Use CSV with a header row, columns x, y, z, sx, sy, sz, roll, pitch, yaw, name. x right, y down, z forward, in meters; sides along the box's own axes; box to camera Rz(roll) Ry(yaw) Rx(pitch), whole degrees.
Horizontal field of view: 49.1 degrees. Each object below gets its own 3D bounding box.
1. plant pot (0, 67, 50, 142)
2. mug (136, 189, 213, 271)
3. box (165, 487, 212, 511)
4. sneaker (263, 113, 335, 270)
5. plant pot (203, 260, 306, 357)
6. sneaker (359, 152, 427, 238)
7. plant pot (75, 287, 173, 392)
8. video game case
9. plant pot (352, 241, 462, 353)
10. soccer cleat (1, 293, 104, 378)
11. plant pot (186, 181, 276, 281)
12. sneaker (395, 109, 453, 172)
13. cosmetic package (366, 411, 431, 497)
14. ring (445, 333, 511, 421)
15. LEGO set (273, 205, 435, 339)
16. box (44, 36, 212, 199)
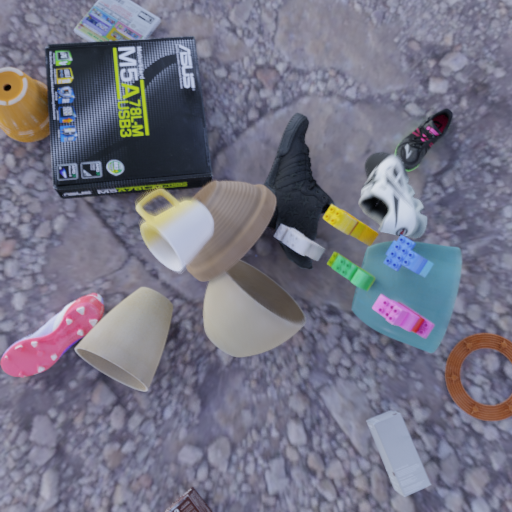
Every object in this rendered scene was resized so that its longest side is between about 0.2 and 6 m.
x,y,z,sx,sy,sz,roll,pitch,yaw,name
-4.890,-3.206,11.558,1.332,1.219,1.332,0,77,0,plant pot
-1.246,-0.495,8.973,0.952,0.929,1.160,-42,120,-26,mug
-1.233,4.716,10.042,0.706,0.851,0.699,-40,80,-9,box
0.939,-1.322,11.373,1.530,0.881,2.934,21,84,5,sneaker
-0.237,1.109,10.454,1.939,1.939,1.302,40,103,8,plant pot
2.263,-1.202,10.220,0.948,0.794,2.142,0,43,-16,sneaker
-2.286,1.461,10.563,1.520,1.520,1.623,27,63,6,plant pot
-3.101,-5.139,12.527,1.447,0.160,1.317,33,80,6,video game case
2.696,0.614,10.420,1.606,2.001,2.001,15,78,9,plant pot
-3.900,1.543,10.870,2.306,0.882,0.769,-36,106,9,soccer cleat
-0.727,-0.664,10.311,0.995,2.155,2.155,42,80,-23,plant pot
3.483,-2.473,11.672,0.637,0.695,1.659,38,80,8,sneaker
2.605,3.611,10.348,0.619,0.733,1.373,-23,77,-5,cosmetic package
4.538,2.348,10.912,1.687,0.162,1.687,0,79,0,ring
1.622,-0.092,9.320,3.218,1.320,1.227,36,100,34,LEGO set
-2.620,-2.890,11.601,3.124,0.769,3.235,-6,77,-6,box
